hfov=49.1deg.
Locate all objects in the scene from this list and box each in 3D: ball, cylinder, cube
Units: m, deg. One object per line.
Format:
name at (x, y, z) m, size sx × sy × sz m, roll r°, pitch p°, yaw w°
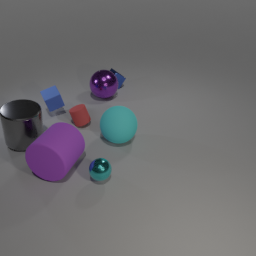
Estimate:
ball at (-0.346, -0.126, 10.391) m, size 1.400 × 1.400 × 1.400 m, roll 0°, pitch 32°, yaw 0°
ball at (-0.847, 1.264, 8.567) m, size 0.700 × 0.700 × 0.700 m, roll 0°, pitch 32°, yaw 0°
cylinder at (-2.288, 0.734, 8.967) m, size 1.400 × 1.400 × 1.400 m, roll 9°, pitch 31°, yaw 14°
ball at (-1.163, -2.120, 13.570) m, size 1.400 × 1.400 × 1.400 m, roll 0°, pitch 32°, yaw 0°
cube at (-0.680, -2.596, 14.737) m, size 0.700 × 0.700 × 0.700 m, roll 27°, pitch 13°, yaw -39°
cube at (-3.231, -1.256, 12.001) m, size 0.700 × 0.700 × 0.700 m, roll -26°, pitch 51°, yaw -13°
cylinder at (-3.844, -0.113, 10.250) m, size 1.400 × 1.400 × 1.400 m, roll 4°, pitch 36°, yaw -3°
cylinder at (-1.975, -0.527, 11.535) m, size 0.700 × 0.700 × 0.700 m, roll -17°, pitch 26°, yaw 8°
